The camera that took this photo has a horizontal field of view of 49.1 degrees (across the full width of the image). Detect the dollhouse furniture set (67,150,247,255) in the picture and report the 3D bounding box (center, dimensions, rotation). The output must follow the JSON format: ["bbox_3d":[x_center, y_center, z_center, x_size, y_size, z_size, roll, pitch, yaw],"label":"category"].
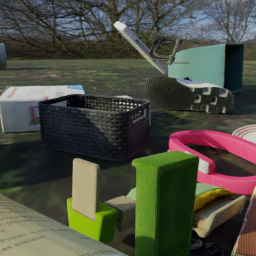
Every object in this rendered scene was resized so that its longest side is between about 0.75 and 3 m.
[{"bbox_3d":[0.402,0.576,3.015,1.172,0.898,1.790,9,10,44],"label":"dollhouse furniture set"}]

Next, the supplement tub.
[{"bbox_3d":[-0.588,1.017,0.903,2.086,1.506,1.506,11,19,32],"label":"supplement tub"}]

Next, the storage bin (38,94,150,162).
[{"bbox_3d":[-0.675,-0.096,5.782,2.025,0.949,1.369,7,18,26],"label":"storage bin"}]

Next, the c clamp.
[{"bbox_3d":[1.191,-2.207,7.953,1.164,0.184,1.362,3,51,17],"label":"c clamp"}]

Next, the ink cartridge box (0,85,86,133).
[{"bbox_3d":[-2.165,-0.564,7.366,2.040,0.863,1.474,-2,21,-12],"label":"ink cartridge box"}]

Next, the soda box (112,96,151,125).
[{"bbox_3d":[0.053,-0.502,7.846,0.520,0.557,1.635,-7,18,-22],"label":"soda box"}]

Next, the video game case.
[{"bbox_3d":[0.376,-2.673,9.177,1.894,0.229,2.081,41,12,-23],"label":"video game case"}]

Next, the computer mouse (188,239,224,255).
[{"bbox_3d":[0.426,1.298,2.203,0.849,0.323,1.225,0,4,7],"label":"computer mouse"}]

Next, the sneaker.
[{"bbox_3d":[1.979,-1.115,9.266,2.849,1.055,1.261,15,20,16],"label":"sneaker"}]

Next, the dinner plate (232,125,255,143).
[{"bbox_3d":[2.956,0.224,5.838,1.471,0.178,1.471,-7,17,2],"label":"dinner plate"}]

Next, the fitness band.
[{"bbox_3d":[1.610,0.495,4.822,1.538,0.401,2.141,-4,17,-21],"label":"fitness band"}]

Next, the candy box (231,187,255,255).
[{"bbox_3d":[1.952,1.166,2.060,2.129,0.601,1.242,8,19,30],"label":"candy box"}]

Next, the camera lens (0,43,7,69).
[{"bbox_3d":[-12.583,-6.449,25.009,2.947,2.357,2.357,-9,19,-28],"label":"camera lens"}]

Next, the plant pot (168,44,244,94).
[{"bbox_3d":[3.427,-2.697,12.897,2.961,2.092,2.093,9,19,40],"label":"plant pot"}]
